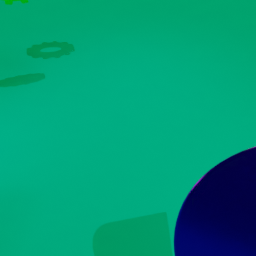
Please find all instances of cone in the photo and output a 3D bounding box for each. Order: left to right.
[{"bbox_3d":[1.309,0.697,2.465,1.569,1.569,1.574,14,15,16],"label":"cone"}]

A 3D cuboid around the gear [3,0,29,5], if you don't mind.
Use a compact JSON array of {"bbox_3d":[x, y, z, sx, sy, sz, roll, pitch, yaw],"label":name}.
[{"bbox_3d":[-2.564,-3.273,6.119,1.532,1.532,0.283,-12,84,-14],"label":"gear"}]
